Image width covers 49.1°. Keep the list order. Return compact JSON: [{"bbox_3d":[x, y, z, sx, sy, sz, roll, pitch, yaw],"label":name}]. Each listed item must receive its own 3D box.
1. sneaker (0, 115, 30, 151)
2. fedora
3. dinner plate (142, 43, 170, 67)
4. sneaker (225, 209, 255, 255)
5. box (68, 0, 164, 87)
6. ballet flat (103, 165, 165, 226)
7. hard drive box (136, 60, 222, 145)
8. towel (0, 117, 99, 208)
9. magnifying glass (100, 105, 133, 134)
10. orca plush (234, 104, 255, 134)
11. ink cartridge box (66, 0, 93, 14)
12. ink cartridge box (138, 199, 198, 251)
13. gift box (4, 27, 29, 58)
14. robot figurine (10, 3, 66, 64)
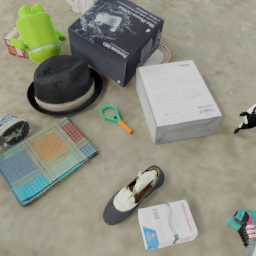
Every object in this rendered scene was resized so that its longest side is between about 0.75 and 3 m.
[{"bbox_3d":[-4.413,0.395,8.772,1.073,0.970,2.518,32,51,33],"label":"sneaker"},{"bbox_3d":[-2.305,-1.742,10.016,2.825,1.290,2.825,0,54,0],"label":"fedora"},{"bbox_3d":[0.837,-3.010,11.646,1.825,0.221,1.825,0,54,-1],"label":"dinner plate"},{"bbox_3d":[2.900,2.642,7.148,0.842,0.583,1.394,20,48,8],"label":"sneaker"},{"bbox_3d":[-0.423,-3.394,10.592,2.554,1.525,2.597,33,66,11],"label":"box"},{"bbox_3d":[0.165,1.762,7.729,2.188,0.799,0.799,-35,61,-23],"label":"ballet flat"},{"bbox_3d":[1.591,-0.961,9.568,2.139,1.054,2.745,-9,54,-6],"label":"hard drive box"},{"bbox_3d":[-2.549,0.889,8.669,2.723,0.295,1.997,-35,61,-24],"label":"towel"},{"bbox_3d":[-0.389,-0.300,9.648,0.591,0.166,1.486,-35,61,-24],"label":"magnifying glass"},{"bbox_3d":[3.771,-0.152,8.543,0.826,1.570,0.558,6,59,-19],"label":"orca plush"},{"bbox_3d":[-2.314,-6.076,13.519,1.231,0.896,0.517,20,56,15],"label":"ink cartridge box"},{"bbox_3d":[0.998,2.516,7.277,1.311,0.549,0.951,-10,54,-7],"label":"ink cartridge box"},{"bbox_3d":[-4.407,-3.611,11.622,0.942,1.021,0.953,19,54,8],"label":"gift box"},{"bbox_3d":[-3.457,-3.564,10.950,2.023,2.306,1.334,-29,18,-36],"label":"robot figurine"}]
